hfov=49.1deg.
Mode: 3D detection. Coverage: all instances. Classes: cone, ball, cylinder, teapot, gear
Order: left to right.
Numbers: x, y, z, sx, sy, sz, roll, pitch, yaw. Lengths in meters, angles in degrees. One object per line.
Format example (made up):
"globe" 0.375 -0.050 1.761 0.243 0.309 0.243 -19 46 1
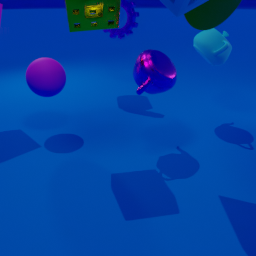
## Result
"ball" -2.132 -1.314 7.311 1.013 1.013 1.013 0 25 0
"cylinder" -0.716 -4.476 10.005 1.148 1.148 1.148 -2 68 5
"gear" -0.294 -3.592 9.120 1.324 1.324 0.245 11 22 22
"teapot" 0.577 -1.249 6.418 1.045 0.823 1.681 42 43 -9
"cone" 1.018 -2.683 4.767 1.514 1.514 1.520 -16 45 -30
"teapot" 2.381 -2.307 7.755 1.094 0.862 1.760 41 17 -16

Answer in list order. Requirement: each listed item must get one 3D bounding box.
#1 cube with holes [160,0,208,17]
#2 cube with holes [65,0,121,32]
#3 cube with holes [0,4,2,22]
"cube with holes" 0.631 -1.873 2.644 0.932 0.932 0.932 -35 78 -23
"cube with holes" -0.726 -2.606 5.363 0.993 0.993 0.993 -9 66 -10
"cube with holes" -4.084 -2.569 7.080 1.250 1.250 1.250 7 -2 -40
